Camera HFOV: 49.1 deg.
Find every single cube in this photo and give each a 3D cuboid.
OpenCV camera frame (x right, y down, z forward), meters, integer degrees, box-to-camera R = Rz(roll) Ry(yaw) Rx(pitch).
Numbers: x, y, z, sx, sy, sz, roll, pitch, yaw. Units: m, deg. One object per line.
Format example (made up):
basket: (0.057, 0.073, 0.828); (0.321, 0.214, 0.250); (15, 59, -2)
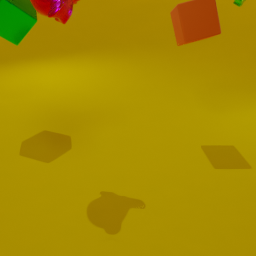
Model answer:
cube: (-3.100, -3.002, 7.368); (0.976, 0.976, 0.976); (26, 35, -44)
cube: (1.639, -2.605, 6.894); (0.894, 0.894, 0.894); (-15, 12, 1)

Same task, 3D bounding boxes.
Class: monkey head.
monkey head: (-1.284, -2.535, 5.146); (1.069, 1.486, 0.896); (-28, -20, 13)

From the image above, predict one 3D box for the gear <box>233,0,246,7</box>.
gear: (3.331, -3.932, 7.693); (0.211, 1.143, 1.143); (35, 38, 11)
